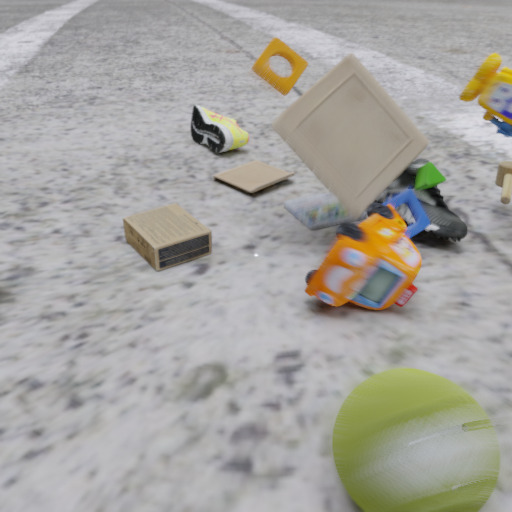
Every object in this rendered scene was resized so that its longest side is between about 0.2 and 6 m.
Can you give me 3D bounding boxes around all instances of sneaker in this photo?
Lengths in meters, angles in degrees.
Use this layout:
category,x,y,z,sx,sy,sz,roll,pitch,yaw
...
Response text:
category,x,y,z,sx,sy,sz,roll,pitch,yaw
sneaker,2.610,-1.025,8.974,0.718,0.978,2.162,7,25,-33
sneaker,-0.836,-2.807,12.503,0.882,0.763,1.954,-10,38,-29

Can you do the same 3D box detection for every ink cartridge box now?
category,x,y,z,sx,sy,sz,roll,pitch,yaw
ink cartridge box,-1.347,-0.310,8.470,0.947,0.432,1.149,-18,35,-29

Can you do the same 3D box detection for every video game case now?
category,x,y,z,sx,sy,sz,roll,pitch,yaw
video game case,1.165,-0.787,9.589,1.078,0.119,0.983,-12,33,-21

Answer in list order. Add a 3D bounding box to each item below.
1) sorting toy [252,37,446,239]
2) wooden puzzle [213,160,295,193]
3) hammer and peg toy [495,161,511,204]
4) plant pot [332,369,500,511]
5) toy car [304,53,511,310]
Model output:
category,x,y,z,sx,sy,sz,roll,pitch,yaw
sorting toy,1.364,-1.764,8.240,1.961,3.483,0.474,-45,6,-22
wooden puzzle,-0.046,-1.498,10.725,1.119,0.225,1.210,-27,35,-36
hammer and peg toy,4.804,-0.684,8.723,2.397,0.845,1.763,21,38,31
plant pot,1.182,1.388,3.995,1.274,1.362,1.274,-2,73,7
toy car,2.118,-0.707,6.767,1.189,3.574,1.753,41,20,14
